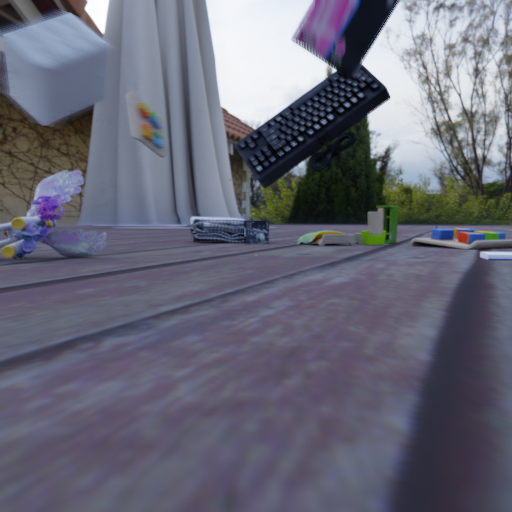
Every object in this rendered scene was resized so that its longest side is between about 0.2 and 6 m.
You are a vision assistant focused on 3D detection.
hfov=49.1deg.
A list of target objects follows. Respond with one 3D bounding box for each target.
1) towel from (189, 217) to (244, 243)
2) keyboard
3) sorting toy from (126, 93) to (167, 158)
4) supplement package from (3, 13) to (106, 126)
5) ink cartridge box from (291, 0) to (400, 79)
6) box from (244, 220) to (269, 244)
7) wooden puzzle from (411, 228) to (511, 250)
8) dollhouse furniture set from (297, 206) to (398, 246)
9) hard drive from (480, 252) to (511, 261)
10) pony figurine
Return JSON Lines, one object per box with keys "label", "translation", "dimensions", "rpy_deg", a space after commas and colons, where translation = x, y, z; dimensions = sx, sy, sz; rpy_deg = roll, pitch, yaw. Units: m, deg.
{"label": "towel", "translation": [-1.041, -0.713, 15.890], "dimensions": [1.688, 0.722, 1.398], "rpy_deg": [1, 5, -12]}
{"label": "keyboard", "translation": [1.445, -3.210, 13.944], "dimensions": [3.821, 2.295, 0.490], "rpy_deg": [-35, -30, 6]}
{"label": "sorting toy", "translation": [-2.647, -3.216, 13.781], "dimensions": [0.250, 1.267, 1.368], "rpy_deg": [-17, -16, 20]}
{"label": "supplement package", "translation": [-3.167, -2.966, 8.899], "dimensions": [1.220, 0.897, 1.167], "rpy_deg": [-39, -16, -35]}
{"label": "ink cartridge box", "translation": [1.173, -2.928, 6.140], "dimensions": [0.817, 1.725, 0.320], "rpy_deg": [29, 10, -11]}
{"label": "box", "translation": [0.011, -0.649, 15.138], "dimensions": [0.641, 0.652, 0.404], "rpy_deg": [-1, 6, -7]}
{"label": "wooden puzzle", "translation": [5.024, -0.427, 13.485], "dimensions": [1.777, 0.444, 1.919], "rpy_deg": [-3, 5, -31]}
{"label": "dollhouse furniture set", "translation": [2.493, -0.813, 14.754], "dimensions": [2.680, 1.035, 1.340], "rpy_deg": [-2, 4, -22]}
{"label": "hard drive", "translation": [4.395, 0.009, 9.649], "dimensions": [0.892, 0.113, 0.588], "rpy_deg": [1, 4, 9]}
{"label": "pony figurine", "translation": [-3.752, -0.535, 9.628], "dimensions": [1.818, 1.569, 1.884], "rpy_deg": [-10, 13, 12]}
